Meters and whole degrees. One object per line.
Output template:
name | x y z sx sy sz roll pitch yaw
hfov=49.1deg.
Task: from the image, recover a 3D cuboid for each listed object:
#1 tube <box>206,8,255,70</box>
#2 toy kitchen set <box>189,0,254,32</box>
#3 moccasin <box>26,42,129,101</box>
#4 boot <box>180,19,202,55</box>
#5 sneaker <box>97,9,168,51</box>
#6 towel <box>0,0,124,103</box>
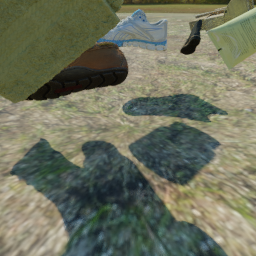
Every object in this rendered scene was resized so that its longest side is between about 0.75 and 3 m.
tube | 3.109 -2.315 5.833 2.776 0.805 0.721 -27 -24 38
toy kitchen set | 2.403 -3.370 7.197 1.486 1.340 1.212 1 32 37
moccasin | -1.223 -1.121 4.926 2.478 0.906 0.956 -15 70 -16
boot | 1.431 -1.989 6.205 0.291 0.520 0.752 18 -15 -14
sneaker | 0.032 -3.507 9.804 2.931 1.270 1.099 0 32 -12
towel | -1.116 -1.183 3.167 2.013 1.493 0.367 -38 55 12
